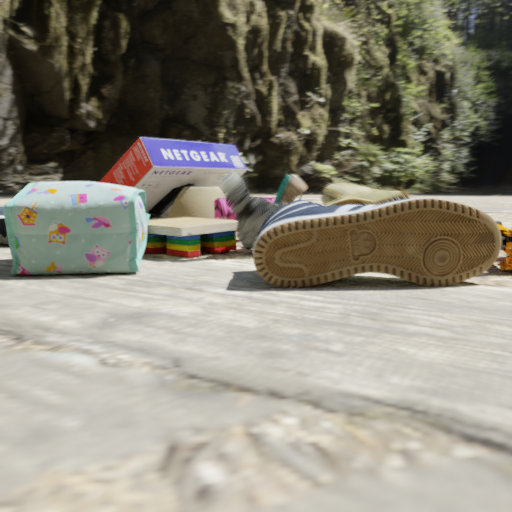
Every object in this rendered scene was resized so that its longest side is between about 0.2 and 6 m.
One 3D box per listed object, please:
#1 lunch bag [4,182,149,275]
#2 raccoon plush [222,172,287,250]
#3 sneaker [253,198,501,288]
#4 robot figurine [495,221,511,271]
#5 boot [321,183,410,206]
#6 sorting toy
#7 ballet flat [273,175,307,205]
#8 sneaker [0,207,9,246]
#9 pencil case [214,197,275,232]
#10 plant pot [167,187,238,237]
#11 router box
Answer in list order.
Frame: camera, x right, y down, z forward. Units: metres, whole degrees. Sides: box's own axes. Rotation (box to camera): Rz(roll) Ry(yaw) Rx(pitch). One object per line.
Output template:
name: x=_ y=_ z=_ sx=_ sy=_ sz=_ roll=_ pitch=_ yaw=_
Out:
lunch bag: x=-2.857 y=-0.564 z=9.411 sx=2.018 sy=1.445 sz=2.369 roll=-1 pitch=16 yaw=-7
raccoon plush: x=0.106 y=-1.041 z=10.839 sx=0.957 sy=1.978 sz=1.325 roll=-6 pitch=36 yaw=15
sneaker: x=1.638 y=-0.276 z=8.374 sx=3.460 sy=1.213 sz=1.877 roll=-3 pitch=10 yaw=-3
robot figurine: x=4.435 y=-0.178 z=9.434 sx=1.792 sy=0.720 sz=2.472 roll=1 pitch=7 yaw=10
boot: x=1.765 y=-0.987 z=11.474 sx=2.229 sy=0.811 sz=1.732 roll=-17 pitch=21 yaw=-25
sorting toy: x=-1.432 y=-0.378 z=11.180 sx=1.779 sy=0.623 sz=1.789 roll=7 pitch=11 yaw=40
ballet flat: x=0.524 y=-0.863 z=12.041 sx=0.607 sy=1.806 sz=0.615 roll=29 pitch=7 yaw=-14
sneaker: x=-5.742 y=-0.830 z=12.905 sx=2.337 sy=0.888 sz=1.689 roll=12 pitch=21 yaw=13
pencil case: x=-0.102 y=-0.942 z=13.235 sx=1.882 sy=0.882 sz=0.854 roll=-1 pitch=30 yaw=-26
plant pot: x=-1.399 y=-1.138 z=14.372 sx=1.889 sy=1.268 sz=1.889 roll=-1 pitch=8 yaw=0
router box: x=-2.489 y=-1.809 z=14.989 sx=3.135 sy=0.853 sz=3.494 roll=-36 pitch=-16 yaw=36
